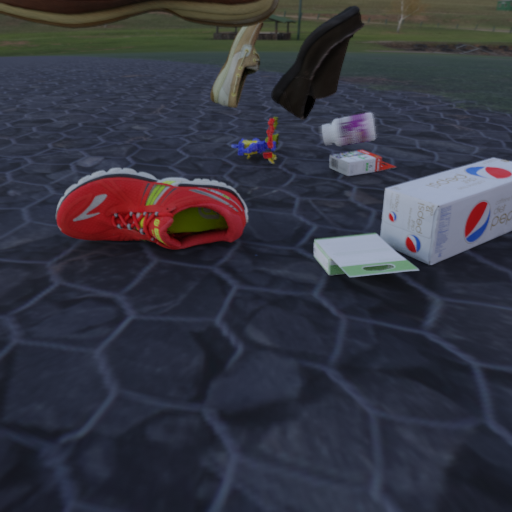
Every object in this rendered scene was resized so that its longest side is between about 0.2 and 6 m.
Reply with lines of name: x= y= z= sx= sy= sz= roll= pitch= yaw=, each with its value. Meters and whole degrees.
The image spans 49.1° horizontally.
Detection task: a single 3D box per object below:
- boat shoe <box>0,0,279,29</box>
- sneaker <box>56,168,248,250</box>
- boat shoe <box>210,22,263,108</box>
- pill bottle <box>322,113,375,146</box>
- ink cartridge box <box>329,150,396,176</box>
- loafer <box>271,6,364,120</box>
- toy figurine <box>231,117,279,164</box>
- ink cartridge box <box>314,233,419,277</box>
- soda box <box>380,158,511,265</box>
boat shoe: x=-0.943 y=-2.180 z=3.942 sx=2.334 sy=0.788 sz=0.840 roll=-2 pitch=65 yaw=-8
sneaker: x=-1.773 y=-0.708 z=9.580 sx=3.315 sy=1.277 sz=1.408 roll=-3 pitch=30 yaw=-7
boat shoe: x=-0.272 y=-4.191 z=12.231 sx=0.680 sy=2.049 sz=0.758 roll=27 pitch=6 yaw=5
pill bottle: x=1.728 y=-2.340 z=10.487 sx=0.933 sy=0.524 sz=0.524 roll=-8 pitch=22 yaw=15
ink cartridge box: x=2.712 y=-2.394 z=14.177 sx=1.527 sy=0.385 sz=0.832 roll=-13 pitch=28 yaw=-24
loafer: x=1.465 y=-4.030 z=12.025 sx=1.140 sy=1.114 sz=3.124 roll=-41 pitch=0 yaw=-27
toy figurine: x=-0.063 y=-3.127 z=15.115 sx=1.197 sy=1.054 sz=1.998 roll=-2 pitch=23 yaw=9
ink cartridge box: x=1.674 y=0.100 z=8.793 sx=1.133 sy=0.373 sz=1.557 roll=-6 pitch=25 yaw=-12
soda box: x=3.816 y=-0.922 z=10.175 sx=3.379 sy=1.076 sz=1.151 roll=-17 pitch=30 yaw=-34
